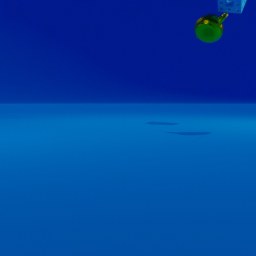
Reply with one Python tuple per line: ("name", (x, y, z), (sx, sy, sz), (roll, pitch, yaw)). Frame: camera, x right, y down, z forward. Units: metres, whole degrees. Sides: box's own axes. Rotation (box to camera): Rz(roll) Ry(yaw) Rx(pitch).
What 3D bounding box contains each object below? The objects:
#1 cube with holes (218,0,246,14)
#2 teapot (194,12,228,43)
("cube with holes", (3.215, -4.074, 8.569), (0.714, 0.714, 0.714), (17, -17, 26))
("teapot", (2.652, -3.291, 9.163), (0.951, 0.749, 1.529), (39, -26, -16))
